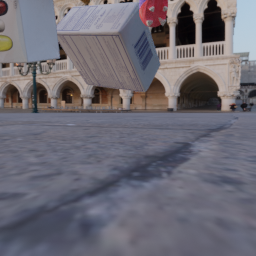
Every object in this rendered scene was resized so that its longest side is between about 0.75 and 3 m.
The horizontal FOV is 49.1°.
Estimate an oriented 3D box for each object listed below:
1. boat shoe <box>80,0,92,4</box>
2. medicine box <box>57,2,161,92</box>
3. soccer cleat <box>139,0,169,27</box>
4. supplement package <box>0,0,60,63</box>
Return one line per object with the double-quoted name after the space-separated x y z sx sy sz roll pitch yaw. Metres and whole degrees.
-0.907 -4.006 7.099 0.663 0.622 1.797 36 -26 -6 "boat shoe"
-0.632 -2.599 9.209 2.682 1.380 2.443 13 -29 31 "medicine box"
0.680 -3.465 6.190 0.816 2.448 0.936 -10 50 -19 "soccer cleat"
-2.228 -1.921 5.207 1.435 1.373 1.056 3 18 18 "supplement package"
